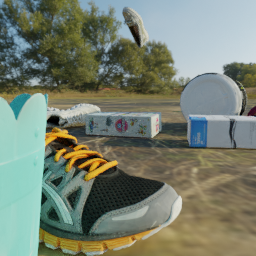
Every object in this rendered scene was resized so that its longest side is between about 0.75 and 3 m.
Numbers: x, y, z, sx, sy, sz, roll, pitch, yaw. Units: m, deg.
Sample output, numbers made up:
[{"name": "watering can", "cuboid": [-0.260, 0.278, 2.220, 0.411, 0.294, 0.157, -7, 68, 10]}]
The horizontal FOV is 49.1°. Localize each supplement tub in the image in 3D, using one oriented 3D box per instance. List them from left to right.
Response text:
[{"name": "supplement tub", "cuboid": [2.731, -0.812, 8.607, 1.646, 1.646, 2.688, 4, 8, 28]}]

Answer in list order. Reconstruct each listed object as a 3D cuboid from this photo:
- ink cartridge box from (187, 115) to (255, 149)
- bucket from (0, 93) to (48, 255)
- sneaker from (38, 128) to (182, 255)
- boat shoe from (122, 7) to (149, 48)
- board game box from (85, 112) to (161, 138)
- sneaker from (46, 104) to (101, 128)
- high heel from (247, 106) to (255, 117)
[{"name": "ink cartridge box", "cuboid": [1.998, 0.053, 5.893, 1.420, 0.598, 1.027, 1, 7, 10]}, {"name": "bucket", "cuboid": [-1.248, 0.373, 1.417, 1.712, 1.114, 1.712, 0, 7, 0]}, {"name": "sneaker", "cuboid": [-0.599, 0.402, 2.389, 2.123, 0.820, 0.831, 5, 7, 24]}, {"name": "boat shoe", "cuboid": [0.284, -4.339, 12.094, 0.696, 0.606, 1.889, 19, -22, 39]}, {"name": "board game box", "cuboid": [-0.076, -0.126, 7.513, 1.746, 0.561, 1.288, 1, 8, 18]}, {"name": "sneaker", "cuboid": [-1.800, -0.301, 8.714, 1.973, 0.741, 0.800, -8, 18, -13]}, {"name": "high heel", "cuboid": [4.023, -0.743, 7.897, 0.580, 1.721, 0.826, 17, 44, -5]}]
